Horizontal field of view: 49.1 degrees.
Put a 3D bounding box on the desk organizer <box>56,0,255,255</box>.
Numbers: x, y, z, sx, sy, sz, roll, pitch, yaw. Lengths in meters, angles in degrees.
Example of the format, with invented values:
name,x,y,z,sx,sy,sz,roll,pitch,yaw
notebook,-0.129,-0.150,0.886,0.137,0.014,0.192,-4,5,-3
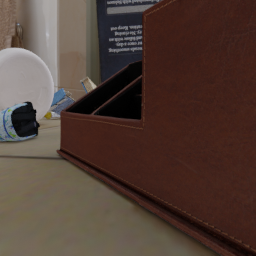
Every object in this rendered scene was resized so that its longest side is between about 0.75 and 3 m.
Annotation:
name,x,y,z,sx,sy,sz,roll,pitch,yaw
desk organizer,0.291,-0.167,2.299,1.073,1.152,2.991,-3,5,-28

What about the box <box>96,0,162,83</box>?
name,x,y,z,sx,sy,sz,roll,pitch,yaw
box,0.312,-1.183,5.631,1.524,2.596,2.553,-3,5,2

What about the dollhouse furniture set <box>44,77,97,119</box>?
name,x,y,z,sx,sy,sz,roll,pitch,yaw
dollhouse furniture set,-2.091,-0.642,12.113,2.381,1.554,2.248,-30,-24,8

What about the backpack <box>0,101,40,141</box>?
name,x,y,z,sx,sy,sz,roll,pitch,yaw
backpack,-1.900,-0.071,4.747,0.642,0.681,0.835,-9,12,-7

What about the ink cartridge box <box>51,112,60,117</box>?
name,x,y,z,sx,sy,sz,roll,pitch,yaw
ink cartridge box,-3.632,-0.666,13.925,1.161,0.251,1.140,-5,6,-28

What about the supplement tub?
name,x,y,z,sx,sy,sz,roll,pitch,yaw
supplement tub,-3.978,-1.190,8.548,2.995,2.163,2.163,3,6,37
